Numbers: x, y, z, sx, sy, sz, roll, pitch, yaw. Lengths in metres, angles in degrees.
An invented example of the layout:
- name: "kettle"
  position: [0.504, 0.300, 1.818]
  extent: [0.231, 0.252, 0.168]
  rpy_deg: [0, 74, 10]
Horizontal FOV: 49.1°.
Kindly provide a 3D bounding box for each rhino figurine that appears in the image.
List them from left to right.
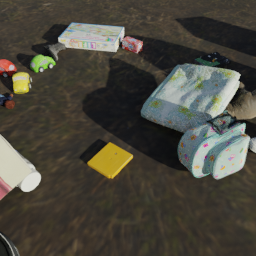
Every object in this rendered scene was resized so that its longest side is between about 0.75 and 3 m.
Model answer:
- name: "rhino figurine"
  position: [3.549, -0.749, 8.426]
  extent: [2.748, 0.822, 1.202]
  rpy_deg: [-15, 48, -5]

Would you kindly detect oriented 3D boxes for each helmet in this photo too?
- name: "helmet"
  position: [-2.490, 2.475, 4.088]
  extent: [1.936, 1.936, 1.846]
  rpy_deg: [8, 11, 9]

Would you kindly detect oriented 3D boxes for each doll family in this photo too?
- name: "doll family"
  position: [-4.512, -0.768, 8.477]
  extent: [1.307, 0.887, 2.262]
  rpy_deg: [18, 42, 26]

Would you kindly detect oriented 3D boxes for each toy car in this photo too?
- name: "toy car"
  position: [-3.713, -2.257, 10.353]
  extent: [2.145, 0.508, 2.279]
  rpy_deg: [-34, 52, -31]

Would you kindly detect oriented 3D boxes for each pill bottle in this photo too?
- name: "pill bottle"
  position: [-2.616, 1.003, 6.670]
  extent: [1.089, 0.619, 0.619]
  rpy_deg: [31, 50, 29]

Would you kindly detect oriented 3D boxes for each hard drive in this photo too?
- name: "hard drive"
  position: [3.273, -2.574, 10.917]
  extent: [1.207, 0.228, 0.843]
  rpy_deg: [-21, 46, -22]

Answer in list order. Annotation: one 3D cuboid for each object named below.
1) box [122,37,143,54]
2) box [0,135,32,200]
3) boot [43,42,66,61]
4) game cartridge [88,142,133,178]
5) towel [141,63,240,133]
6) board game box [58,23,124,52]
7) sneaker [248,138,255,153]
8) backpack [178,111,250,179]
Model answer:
- name: "box"
  position: [0.181, -3.500, 11.800]
  extent: [0.833, 0.415, 0.397]
  rpy_deg: [28, 49, 28]
- name: "box"
  position: [-3.778, 1.024, 5.492]
  extent: [1.838, 1.566, 2.874]
  rpy_deg: [31, 65, 30]
- name: "boot"
  position: [-2.883, -3.182, 11.425]
  extent: [0.817, 0.433, 1.241]
  rpy_deg: [-23, 48, -21]
- name: "game cartridge"
  position: [-0.454, 0.832, 7.236]
  extent: [0.797, 0.147, 0.904]
  rpy_deg: [27, 51, 27]
- name: "towel"
  position: [1.841, -0.937, 8.265]
  extent: [2.094, 0.589, 2.446]
  rpy_deg: [21, 62, 38]
- name: "board game box"
  position: [-1.566, -4.044, 12.388]
  extent: [2.509, 0.429, 1.687]
  rpy_deg: [8, 42, 9]
- name: "sneaker"
  position: [4.063, 0.305, 7.372]
  extent: [1.795, 0.719, 0.631]
  rpy_deg: [-2, 40, -1]
- name: "backpack"
  position: [2.021, 0.511, 6.680]
  extent: [1.547, 1.360, 1.186]
  rpy_deg: [-16, 41, -11]
